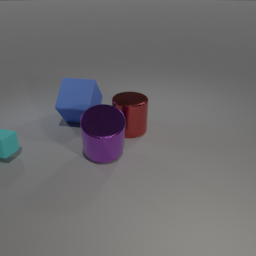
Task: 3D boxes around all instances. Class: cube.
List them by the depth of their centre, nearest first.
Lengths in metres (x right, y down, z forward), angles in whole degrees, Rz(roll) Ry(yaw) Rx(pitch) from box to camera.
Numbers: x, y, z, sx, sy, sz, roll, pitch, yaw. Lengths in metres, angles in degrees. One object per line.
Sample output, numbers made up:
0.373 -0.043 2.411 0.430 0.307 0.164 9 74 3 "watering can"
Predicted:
-4.178 0.511 9.324 0.700 0.700 0.700 8 25 16 "cube"
-1.973 -1.085 11.542 1.400 1.400 1.400 5 69 10 "cube"

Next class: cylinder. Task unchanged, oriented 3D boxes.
-0.801 0.191 9.108 1.400 1.400 1.400 2 52 -2 "cylinder"
0.077 -0.542 11.066 1.400 1.400 1.400 0 30 0 "cylinder"
